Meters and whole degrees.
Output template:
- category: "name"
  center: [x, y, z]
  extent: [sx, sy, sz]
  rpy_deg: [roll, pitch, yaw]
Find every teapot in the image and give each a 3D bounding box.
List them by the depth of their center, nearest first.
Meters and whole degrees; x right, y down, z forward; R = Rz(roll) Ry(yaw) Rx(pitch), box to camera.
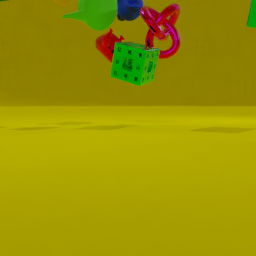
- category: "teapot"
  center: [-0.984, -3.469, 8.109]
  extent: [0.965, 1.225, 1.970]
  rpy_deg: [24, 49, 29]
- category: "teapot"
  center: [-0.536, -2.930, 10.030]
  extent: [1.243, 0.979, 1.999]
  rpy_deg: [45, 4, 13]

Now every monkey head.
- category: "monkey head"
  center: [-0.164, -4.502, 10.123]
  extent: [1.396, 1.170, 1.941]
  rpy_deg: [-3, 9, -17]

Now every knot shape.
- category: "knot shape"
  center: [1.138, -3.226, 8.868]
  extent: [0.806, 1.745, 1.633]
  rpy_deg: [10, 52, 47]

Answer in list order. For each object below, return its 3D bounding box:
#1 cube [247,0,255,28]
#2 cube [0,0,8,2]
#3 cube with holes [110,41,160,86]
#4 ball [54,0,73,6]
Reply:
- category: "cube"
  center: [4.154, -3.394, 7.730]
  extent: [1.138, 1.138, 1.138]
  rpy_deg: [25, 39, 37]
- category: "cube"
  center: [-3.076, -3.196, 5.491]
  extent: [1.063, 1.063, 1.063]
  rpy_deg: [-17, -33, -18]
- category: "cube with holes"
  center: [0.216, -1.906, 8.178]
  extent: [0.985, 0.985, 0.985]
  rpy_deg: [21, 26, 21]
- category: "ball"
  center: [-1.946, -4.069, 8.364]
  extent: [0.755, 0.755, 0.755]
  rpy_deg: [0, 5, 0]
